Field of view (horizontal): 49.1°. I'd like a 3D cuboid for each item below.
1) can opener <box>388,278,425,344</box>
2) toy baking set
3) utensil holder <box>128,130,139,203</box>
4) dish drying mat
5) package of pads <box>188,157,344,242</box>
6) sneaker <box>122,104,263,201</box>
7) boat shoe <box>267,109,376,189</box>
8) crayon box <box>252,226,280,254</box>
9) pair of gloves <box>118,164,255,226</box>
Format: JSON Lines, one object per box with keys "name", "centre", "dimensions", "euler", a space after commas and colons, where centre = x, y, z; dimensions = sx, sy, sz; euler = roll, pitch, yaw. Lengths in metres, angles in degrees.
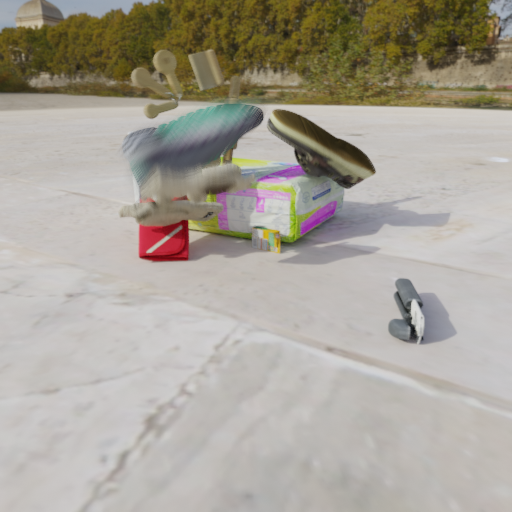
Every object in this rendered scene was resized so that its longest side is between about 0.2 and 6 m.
{"name": "can opener", "centre": [2.264, 0.812, 8.684], "dimensions": [0.578, 0.461, 1.729], "euler": [2, 18, 3]}
{"name": "toy baking set", "centre": [-1.509, -2.854, 12.188], "dimensions": [2.617, 3.410, 0.397], "euler": [2, 0, -30]}
{"name": "utensil holder", "centre": [-2.614, -2.423, 15.526], "dimensions": [1.704, 2.005, 1.704], "euler": [0, 20, 0]}
{"name": "dish drying mat", "centre": [-1.971, -1.044, 11.974], "dimensions": [1.042, 0.247, 2.712], "euler": [-1, 54, -8]}
{"name": "package of pads", "centre": [-0.286, -1.516, 13.847], "dimensions": [4.171, 1.422, 3.222], "euler": [9, 20, 26]}
{"name": "sneaker", "centre": [-1.213, -2.210, 11.662], "dimensions": [3.094, 1.354, 1.151], "euler": [-22, 35, -21]}
{"name": "boat shoe", "centre": [1.348, -2.173, 12.175], "dimensions": [2.984, 0.967, 1.093], "euler": [21, 35, -32]}
{"name": "crayon box", "centre": [0.253, -0.342, 11.952], "dimensions": [0.727, 0.457, 0.188], "euler": [14, 24, 33]}
{"name": "pair of gloves", "centre": [-1.336, -1.133, 10.518], "dimensions": [2.105, 0.434, 2.476], "euler": [-8, -11, -30]}
